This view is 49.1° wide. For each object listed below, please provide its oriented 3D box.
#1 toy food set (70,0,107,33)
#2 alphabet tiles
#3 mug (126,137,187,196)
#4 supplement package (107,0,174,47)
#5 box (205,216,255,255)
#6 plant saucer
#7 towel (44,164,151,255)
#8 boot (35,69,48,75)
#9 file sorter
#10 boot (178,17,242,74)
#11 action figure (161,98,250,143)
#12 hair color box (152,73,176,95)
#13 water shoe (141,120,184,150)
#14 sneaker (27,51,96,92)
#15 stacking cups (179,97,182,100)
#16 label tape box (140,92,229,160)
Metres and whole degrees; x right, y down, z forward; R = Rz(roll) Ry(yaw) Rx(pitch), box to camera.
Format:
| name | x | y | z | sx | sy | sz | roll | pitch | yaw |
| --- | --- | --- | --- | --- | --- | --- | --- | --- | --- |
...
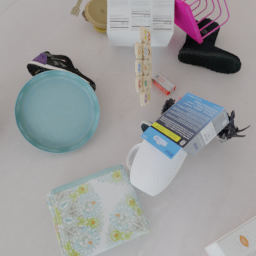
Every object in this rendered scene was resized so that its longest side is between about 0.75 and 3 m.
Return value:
| name | x | y | z | sx | sy | sz | roll | pitch | yaw |
| --- | --- | --- | --- | --- | --- | --- | --- | --- | --- |
| toy food set | -1.221 | -5.081 | 12.658 | 2.436 | 0.489 | 1.682 | 21 | 69 | -10 |
| alphabet tiles | 0.641 | -2.152 | 9.930 | 0.193 | 2.588 | 2.646 | 2 | 102 | 15 |
| mug | 0.693 | 1.124 | 8.982 | 1.903 | 1.405 | 1.668 | 24 | 83 | 46 |
| supplement package | 0.480 | -4.250 | 11.375 | 2.521 | 1.964 | 1.398 | 1 | 92 | 0 |
| box | 3.834 | 3.349 | 7.740 | 2.725 | 1.328 | 1.695 | -25 | 63 | -13 |
| plant saucer | -2.426 | -0.555 | 9.782 | 2.867 | 0.393 | 2.867 | -1 | 93 | -9 |
| towel | -0.983 | 2.581 | 8.593 | 2.702 | 0.651 | 2.313 | -20 | 66 | -11 |
| boot | -2.347 | -1.192 | 10.295 | 2.603 | 1.262 | 0.973 | 26 | 64 | 13 |
| file sorter | 2.686 | -4.897 | 11.224 | 1.501 | 1.664 | 2.394 | -33 | 42 | 7 |
| boot | 3.583 | -3.552 | 11.734 | 2.635 | 1.006 | 2.214 | 16 | 66 | 16 |
| action figure | 2.512 | -0.006 | 9.469 | 2.822 | 1.677 | 1.440 | 20 | 58 | 18 |
| hair color box | 1.429 | -1.754 | 11.176 | 0.452 | 0.272 | 0.890 | -39 | 69 | -19 |
| water shoe | 1.303 | 0.187 | 9.995 | 1.800 | 0.643 | 0.710 | 30 | 48 | 8 |
| sneaker | -2.439 | -2.338 | 11.068 | 2.948 | 1.116 | 1.291 | 23 | 58 | 12 |
| stacking cups | 2.337 | -0.614 | 10.529 | 0.400 | 0.400 | 1.322 | -19 | 58 | -10 |
| label tape box | 1.651 | 0.033 | 8.295 | 2.117 | 0.700 | 1.516 | -43 | 40 | -9 |
